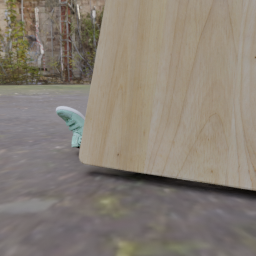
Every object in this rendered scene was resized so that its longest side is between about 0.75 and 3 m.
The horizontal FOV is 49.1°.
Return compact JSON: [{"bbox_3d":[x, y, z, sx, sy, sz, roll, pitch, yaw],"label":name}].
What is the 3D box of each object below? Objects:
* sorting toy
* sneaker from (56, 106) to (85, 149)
[{"bbox_3d":[1.051,-0.743,4.081,2.974,2.992,1.041,5,-9,21],"label":"sorting toy"},{"bbox_3d":[-0.953,0.031,4.977,0.911,0.538,0.335,38,-38,-24],"label":"sneaker"}]
